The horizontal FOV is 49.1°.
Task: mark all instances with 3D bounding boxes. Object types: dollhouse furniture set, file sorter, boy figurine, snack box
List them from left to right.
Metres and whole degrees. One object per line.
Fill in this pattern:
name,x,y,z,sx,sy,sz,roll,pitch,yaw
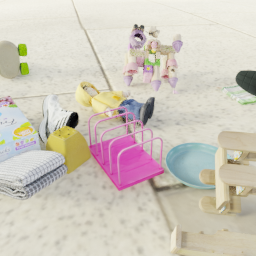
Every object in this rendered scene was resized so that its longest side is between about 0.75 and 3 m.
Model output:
snack box,-4.211,0.234,8.197,2.465,0.989,2.923,-20,39,-29
boy figurine,-0.523,-0.971,10.110,2.952,0.951,1.836,19,36,20
file sorter,-0.118,0.420,7.664,1.387,1.252,1.996,-17,37,-24
dollhouse furniture set,1.688,1.387,5.622,1.464,1.932,2.204,5,60,6

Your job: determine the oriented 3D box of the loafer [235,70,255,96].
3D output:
loafer,5.615,-1.630,11.189,2.690,0.979,0.972,24,18,12

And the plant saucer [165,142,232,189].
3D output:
plant saucer,1.959,1.033,7.639,1.884,0.258,1.884,0,32,0

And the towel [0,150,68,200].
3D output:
towel,-2.411,1.099,6.657,1.575,0.674,1.304,-1,20,34

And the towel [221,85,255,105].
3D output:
towel,4.638,-1.393,11.439,1.043,0.215,1.399,-13,35,-17

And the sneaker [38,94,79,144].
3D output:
sneaker,-2.119,-0.415,9.083,1.192,0.782,2.072,-14,46,7

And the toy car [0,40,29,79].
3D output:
toy car,-5.869,-3.321,13.340,1.754,1.685,2.135,-9,22,-29

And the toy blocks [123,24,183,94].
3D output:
toy blocks,1.028,-2.525,11.575,2.359,2.524,2.125,3,74,-10

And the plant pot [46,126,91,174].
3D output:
plant pot,-1.692,0.506,7.786,0.931,0.959,0.938,20,37,30
